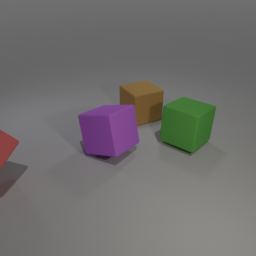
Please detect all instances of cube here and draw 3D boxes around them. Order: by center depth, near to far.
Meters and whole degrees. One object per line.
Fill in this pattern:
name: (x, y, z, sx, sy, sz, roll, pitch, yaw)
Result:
cube: (-4.205, 0.771, 7.859, 1.400, 1.400, 1.400, 35, 49, -17)
cube: (-0.631, 0.043, 9.603, 1.400, 1.400, 1.400, 2, 19, 35)
cube: (2.164, -0.171, 10.201, 1.400, 1.400, 1.400, 22, 31, 34)
cube: (0.557, -1.103, 12.124, 1.400, 1.400, 1.400, -15, 32, -24)
